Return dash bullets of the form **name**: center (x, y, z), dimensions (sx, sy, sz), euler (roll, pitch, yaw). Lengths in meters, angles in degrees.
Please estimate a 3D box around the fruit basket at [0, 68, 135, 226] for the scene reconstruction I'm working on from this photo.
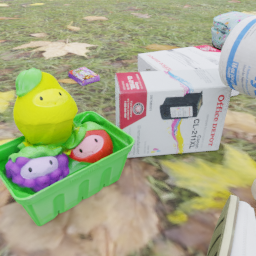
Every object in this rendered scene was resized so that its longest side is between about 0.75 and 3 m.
- **fruit basket**: center (-1.292, 0.180, 5.212), dimensions (2.568, 2.568, 1.852), euler (-26, 42, -33)

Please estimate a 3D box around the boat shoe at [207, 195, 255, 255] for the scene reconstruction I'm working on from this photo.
- **boat shoe**: center (1.483, 2.186, 3.547), dimensions (0.976, 1.066, 2.853), euler (15, 45, 13)

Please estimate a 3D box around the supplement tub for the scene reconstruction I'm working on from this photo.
- **supplement tub**: center (2.836, -1.021, 4.786), dimensions (1.440, 1.440, 2.182), euler (-22, 38, -29)

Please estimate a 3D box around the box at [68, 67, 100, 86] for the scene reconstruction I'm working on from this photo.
- **box**: center (-1.624, -1.898, 10.215), dimensions (0.729, 0.208, 1.065), euler (-24, 41, -31)

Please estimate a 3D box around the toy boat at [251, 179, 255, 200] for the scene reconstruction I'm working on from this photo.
- **toy boat**: center (3.105, 1.412, 4.909), dimensions (1.552, 0.858, 1.846), euler (-6, 27, -16)

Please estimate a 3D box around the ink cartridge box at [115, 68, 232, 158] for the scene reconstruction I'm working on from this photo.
- **ink cartridge box**: center (0.956, -0.352, 6.523), dimensions (2.434, 1.774, 1.008), euler (-4, 34, -6)

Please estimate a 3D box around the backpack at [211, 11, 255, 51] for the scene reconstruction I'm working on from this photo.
- **backpack**: center (4.757, -4.077, 12.199), dimensions (2.141, 1.624, 2.566), euler (-10, 32, -10)

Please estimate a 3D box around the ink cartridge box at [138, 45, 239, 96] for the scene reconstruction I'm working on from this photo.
- **ink cartridge box**: center (1.933, -1.728, 9.094), dimensions (2.807, 1.170, 2.039), euler (-13, 36, -19)
